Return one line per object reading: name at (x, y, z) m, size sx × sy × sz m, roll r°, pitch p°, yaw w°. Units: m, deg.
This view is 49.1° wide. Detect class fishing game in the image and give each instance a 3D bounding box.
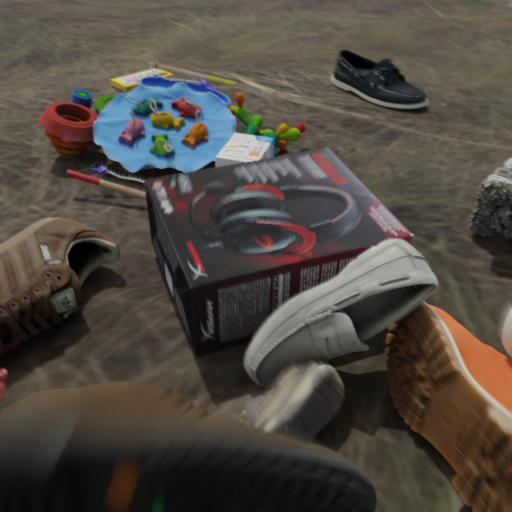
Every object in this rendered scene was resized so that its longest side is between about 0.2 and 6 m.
fishing game at (-1.739, -2.579, 10.793) m, size 2.804 × 0.609 × 3.915 m, roll 18°, pitch 52°, yaw 9°

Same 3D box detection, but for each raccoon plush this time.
raccoon plush at (4.668, -0.297, 7.800) m, size 2.385 × 1.722 × 3.559 m, roll -12°, pitch 37°, yaw -4°

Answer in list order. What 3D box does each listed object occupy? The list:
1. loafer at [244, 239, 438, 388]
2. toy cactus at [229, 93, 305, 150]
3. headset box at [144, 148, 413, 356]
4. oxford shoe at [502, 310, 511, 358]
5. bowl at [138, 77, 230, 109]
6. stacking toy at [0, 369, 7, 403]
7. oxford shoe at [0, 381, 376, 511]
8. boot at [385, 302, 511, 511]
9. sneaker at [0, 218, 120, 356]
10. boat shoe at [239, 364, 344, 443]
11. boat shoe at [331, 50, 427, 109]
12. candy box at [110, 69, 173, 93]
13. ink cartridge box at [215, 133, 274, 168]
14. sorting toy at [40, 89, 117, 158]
loafer at (0.900, 0.744, 6.223) m, size 2.378 × 0.831 × 0.830 m, roll -39°, pitch 36°, yaw 8°
toy cactus at (-0.116, -2.445, 11.356) m, size 2.008 × 1.027 × 1.657 m, roll 16°, pitch 48°, yaw 8°
headset box at (0.345, -0.261, 7.841) m, size 3.285 × 1.232 × 2.442 m, roll -12°, pitch 42°, yaw -17°
oxford shoe at (3.563, 0.623, 6.548) m, size 3.000 × 1.128 × 0.866 m, roll -5°, pitch 30°, yaw -40°
bowl at (-1.645, -3.579, 12.789) m, size 2.095 × 0.411 × 2.095 m, roll 12°, pitch 27°, yaw -6°
stacking toy at (-3.376, 1.459, 5.256) m, size 0.750 × 1.607 × 1.775 m, roll -28°, pitch 25°, yaw 34°
oxford shoe at (-0.673, 1.653, 4.845) m, size 3.388 × 1.231 × 1.430 m, roll 10°, pitch 19°, yaw 3°
boot at (2.479, 1.531, 5.837) m, size 1.600 × 1.119 × 2.983 m, roll 5°, pitch 31°, yaw -20°
sneaker at (-2.905, 0.465, 7.054) m, size 1.194 × 1.113 × 3.160 m, roll 10°, pitch 38°, yaw 14°
boat shoe at (0.180, 1.788, 5.758) m, size 1.761 × 0.656 × 0.646 m, roll -38°, pitch 24°, yaw -31°
boat shoe at (3.055, -4.490, 13.981) m, size 1.085 × 0.963 × 2.903 m, roll -22°, pitch 41°, yaw -27°
candy box at (-3.036, -4.681, 14.904) m, size 1.484 × 0.196 × 0.758 m, roll -28°, pitch 42°, yaw -33°
ink cartridge box at (-0.196, -1.628, 10.201) m, size 0.795 × 0.781 × 1.080 m, roll 11°, pitch 38°, yaw 14°
sorting toy at (-3.397, -2.664, 11.686) m, size 2.434 × 0.999 × 1.463 m, roll -21°, pitch 55°, yaw -44°
